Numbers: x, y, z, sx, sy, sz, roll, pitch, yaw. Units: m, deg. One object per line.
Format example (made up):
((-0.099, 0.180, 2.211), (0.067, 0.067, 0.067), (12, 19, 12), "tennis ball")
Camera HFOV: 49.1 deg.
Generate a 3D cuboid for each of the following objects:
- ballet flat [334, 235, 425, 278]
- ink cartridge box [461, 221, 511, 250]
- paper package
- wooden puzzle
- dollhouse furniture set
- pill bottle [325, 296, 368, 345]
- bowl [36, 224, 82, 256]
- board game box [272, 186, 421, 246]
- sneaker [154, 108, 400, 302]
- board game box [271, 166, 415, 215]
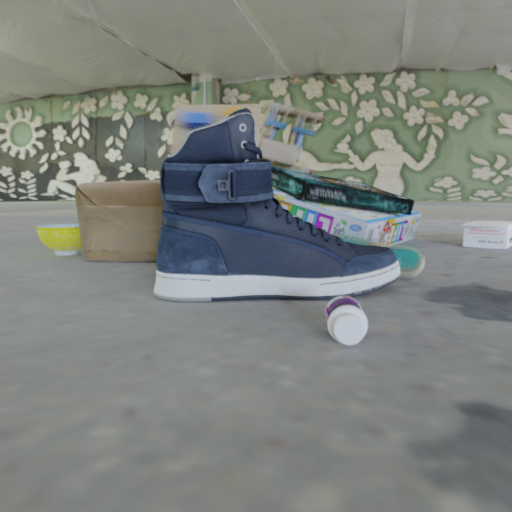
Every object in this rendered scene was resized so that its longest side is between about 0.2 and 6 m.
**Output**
((1.805, 0.036, 8.754), (1.598, 0.555, 0.555), (13, 11, 19), "ballet flat")
((5.469, -0.498, 13.167), (0.992, 0.570, 1.693), (5, 9, 33), "ink cartridge box")
((-1.868, -0.818, 11.769), (2.898, 1.573, 3.040), (1, 8, 5), "paper package")
((-0.828, -2.366, 11.120), (1.753, 1.893, 0.438), (1, -27, 6), "wooden puzzle")
((0.849, -2.870, 13.541), (1.514, 1.523, 2.161), (13, 5, -6), "dollhouse furniture set")
((0.857, 0.622, 5.321), (0.372, 0.372, 0.668), (0, 8, 4), "pill bottle")
((-3.976, -0.335, 11.732), (1.154, 0.621, 1.154), (-1, 7, 0), "bowl")
((2.018, -0.999, 13.658), (2.915, 0.742, 4.336), (21, 16, 27), "board game box")
((0.379, -0.687, 7.486), (3.427, 2.476, 1.303), (0, 5, -14), "sneaker")
((1.919, -1.529, 13.156), (2.972, 0.418, 2.010), (6, 15, -27), "board game box")
